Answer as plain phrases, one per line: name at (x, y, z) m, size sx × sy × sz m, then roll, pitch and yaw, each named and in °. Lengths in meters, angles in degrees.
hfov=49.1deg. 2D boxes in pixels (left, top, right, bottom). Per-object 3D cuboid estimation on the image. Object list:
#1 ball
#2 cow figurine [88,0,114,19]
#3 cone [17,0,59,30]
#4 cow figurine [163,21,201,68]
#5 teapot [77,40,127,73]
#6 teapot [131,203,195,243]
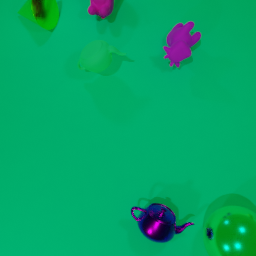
ball at (2.342, 2.400, 6.075) m, size 1.391 × 1.391 × 1.391 m, roll 0°, pitch 71°, yaw 0°
cow figurine at (-0.690, -4.210, 8.556) m, size 0.885 × 1.613 × 1.587 m, roll 10°, pitch 26°, yaw 11°
cone at (-2.951, -3.572, 8.552) m, size 1.173 × 1.168 × 1.168 m, roll 5°, pitch 69°, yaw 25°
cow figurine at (1.403, -2.359, 7.904) m, size 1.345 × 1.367 × 0.751 m, roll -45°, pitch 117°, yaw -2°
teapot at (-0.768, -1.888, 7.525) m, size 1.451 × 0.710 × 0.902 m, roll -16°, pitch 50°, yaw 24°
teapot at (0.751, 2.122, 6.403) m, size 1.482 × 0.922 × 0.726 m, roll 19°, pitch 114°, yaw -2°
